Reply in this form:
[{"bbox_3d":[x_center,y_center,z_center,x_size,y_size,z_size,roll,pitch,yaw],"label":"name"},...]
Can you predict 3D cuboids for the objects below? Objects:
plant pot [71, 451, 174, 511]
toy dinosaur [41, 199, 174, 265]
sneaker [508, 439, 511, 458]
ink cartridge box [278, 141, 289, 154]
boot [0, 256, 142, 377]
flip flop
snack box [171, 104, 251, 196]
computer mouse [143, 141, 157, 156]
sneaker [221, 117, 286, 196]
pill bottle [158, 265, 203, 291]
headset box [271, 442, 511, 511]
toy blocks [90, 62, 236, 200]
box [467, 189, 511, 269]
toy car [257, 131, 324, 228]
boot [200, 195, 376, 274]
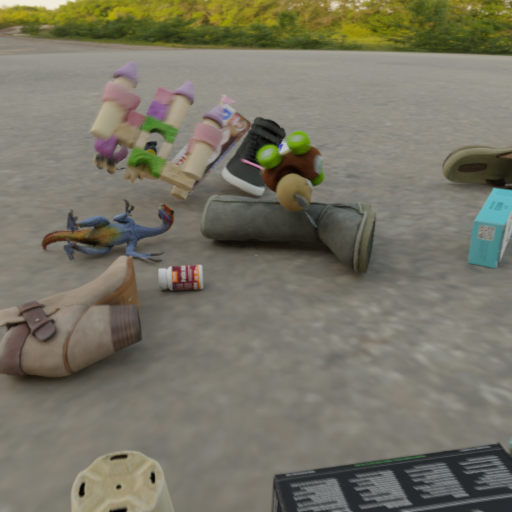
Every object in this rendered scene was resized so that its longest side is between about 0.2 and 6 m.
[{"bbox_3d":[-0.944,1.949,4.032,0.948,0.868,0.948,0,25,0],"label":"plant pot"},{"bbox_3d":[-2.308,-0.507,9.325,1.930,1.013,1.752,13,17,39],"label":"toy dinosaur"},{"bbox_3d":[2.715,1.822,3.720,0.974,1.024,2.585,-8,16,-24],"label":"sneaker"},{"bbox_3d":[0.731,-2.780,14.974,0.698,0.275,1.403,4,27,9],"label":"ink cartridge box"},{"bbox_3d":[-2.301,0.671,6.967,1.652,0.794,2.260,-10,23,-9],"label":"boot"},{"bbox_3d":[5.593,-1.929,12.293,2.877,1.166,0.828,-2,41,-2],"label":"flip flop"},{"bbox_3d":[-1.066,-2.322,12.179,0.762,0.258,2.121,39,78,4],"label":"snack box"},{"bbox_3d":[-2.915,-2.786,15.025,0.602,0.349,2.052,-18,21,1],"label":"computer mouse"},{"bbox_3d":[0.006,-2.305,12.391,0.983,1.380,2.782,26,23,-8],"label":"sneaker"},{"bbox_3d":[-1.095,0.324,8.149,0.625,0.357,0.357,-3,25,-6],"label":"pill bottle"},{"bbox_3d":[1.142,2.249,3.287,1.762,0.939,2.023,-5,25,-11],"label":"headset box"},{"bbox_3d":[-1.809,-2.545,10.879,2.276,2.050,2.435,23,-12,-10],"label":"toy blocks"},{"bbox_3d":[4.036,-0.509,9.469,0.459,0.768,1.868,13,27,27],"label":"box"},{"bbox_3d":[0.703,-1.095,8.864,1.015,1.057,1.286,-25,54,8],"label":"toy car"},{"bbox_3d":[0.469,-0.490,9.150,2.787,1.011,2.534,9,12,4],"label":"boot"}]
